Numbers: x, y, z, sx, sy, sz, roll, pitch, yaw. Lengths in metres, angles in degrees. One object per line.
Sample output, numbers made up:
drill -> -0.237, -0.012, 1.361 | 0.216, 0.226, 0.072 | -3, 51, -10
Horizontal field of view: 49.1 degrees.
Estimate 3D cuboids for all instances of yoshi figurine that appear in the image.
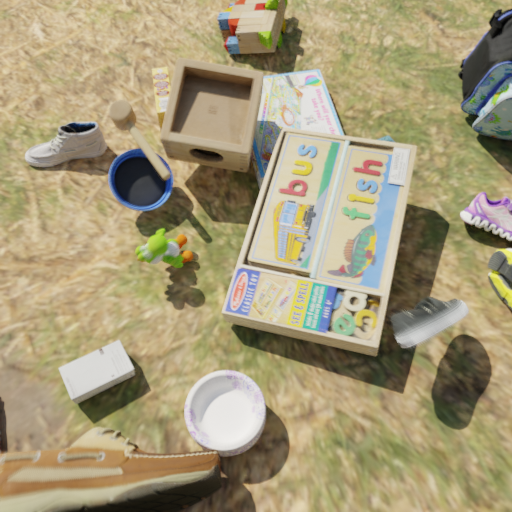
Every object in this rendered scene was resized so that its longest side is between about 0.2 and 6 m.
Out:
yoshi figurine -> -1.532, -0.123, 9.646 | 0.649, 0.646, 1.155 | 22, 15, 29

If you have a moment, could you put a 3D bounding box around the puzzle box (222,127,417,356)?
puzzle box -> 1.174, -0.430, 9.713 | 2.589, 0.495, 3.891 | 10, 66, 14

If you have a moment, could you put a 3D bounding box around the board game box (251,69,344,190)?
board game box -> 0.736, -2.665, 11.666 | 1.898, 0.483, 2.823 | -9, 58, -5

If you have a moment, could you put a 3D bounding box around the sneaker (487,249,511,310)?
sneaker -> 5.112, 0.914, 9.064 | 1.256, 1.105, 2.968 | -19, 60, -12

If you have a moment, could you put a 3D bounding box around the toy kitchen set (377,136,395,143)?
toy kitchen set -> 2.604, -1.799, 10.968 | 0.974, 0.716, 1.215 | -23, 69, -27

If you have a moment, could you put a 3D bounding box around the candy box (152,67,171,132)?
candy box -> -1.927, -3.230, 11.841 | 0.383, 0.791, 1.356 | -10, 59, -6

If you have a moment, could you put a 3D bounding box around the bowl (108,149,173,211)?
bowl -> -2.152, -1.402, 10.453 | 1.184, 0.232, 1.184 | 3, 82, -18

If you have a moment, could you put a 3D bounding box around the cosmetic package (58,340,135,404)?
cosmetic package -> -2.499, 1.828, 8.822 | 1.020, 0.414, 0.576 | -26, 72, -20

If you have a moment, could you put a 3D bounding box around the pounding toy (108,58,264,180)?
pounding toy -> -1.359, -2.367, 10.586 | 2.629, 1.203, 2.310 | 10, 80, 0

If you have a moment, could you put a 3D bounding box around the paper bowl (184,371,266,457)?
paper bowl -> -0.452, 2.389, 8.421 | 1.199, 0.624, 1.199 | 0, 58, 0

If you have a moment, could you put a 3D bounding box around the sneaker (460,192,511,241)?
sneaker -> 4.587, -0.686, 10.218 | 1.552, 0.686, 0.624 | 26, 20, 14

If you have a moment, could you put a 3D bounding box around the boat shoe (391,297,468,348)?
boat shoe -> 2.662, 0.889, 8.523 | 1.769, 0.607, 0.501 | -16, 78, -45

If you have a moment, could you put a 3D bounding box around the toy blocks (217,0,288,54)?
toy blocks -> -0.194, -5.543, 13.274 | 1.513, 1.106, 2.213 | 3, 56, 15

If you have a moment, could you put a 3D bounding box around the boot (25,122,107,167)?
boot -> -3.899, -2.319, 11.272 | 1.643, 0.785, 0.604 | -13, 59, -8

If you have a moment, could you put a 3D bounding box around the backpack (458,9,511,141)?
backpack -> 5.651, -3.375, 11.042 | 2.688, 2.459, 1.975 | 5, 82, 2

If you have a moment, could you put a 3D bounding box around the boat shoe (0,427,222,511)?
boat shoe -> -2.169, 2.972, 7.715 | 3.337, 1.263, 1.232 | -8, 54, -5
